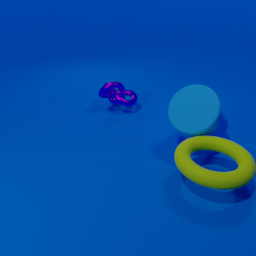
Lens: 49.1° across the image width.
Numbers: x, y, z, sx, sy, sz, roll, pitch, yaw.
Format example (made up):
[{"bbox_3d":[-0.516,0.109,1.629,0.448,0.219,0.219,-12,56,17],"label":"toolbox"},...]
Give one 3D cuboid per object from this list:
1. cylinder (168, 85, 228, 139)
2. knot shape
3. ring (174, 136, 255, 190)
[{"bbox_3d":[1.821,-0.291,7.197,1.272,1.272,1.272,20,-6,31],"label":"cylinder"},{"bbox_3d":[-0.430,-1.146,9.410,1.352,0.625,1.265,20,-3,-29],"label":"knot shape"},{"bbox_3d":[1.818,0.679,5.924,1.658,0.332,1.658,1,30,-1],"label":"ring"}]
